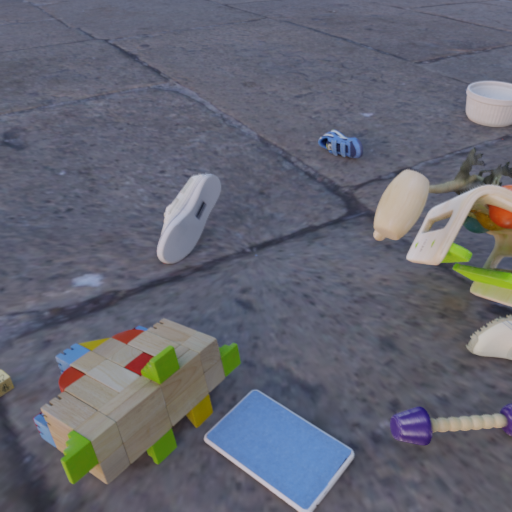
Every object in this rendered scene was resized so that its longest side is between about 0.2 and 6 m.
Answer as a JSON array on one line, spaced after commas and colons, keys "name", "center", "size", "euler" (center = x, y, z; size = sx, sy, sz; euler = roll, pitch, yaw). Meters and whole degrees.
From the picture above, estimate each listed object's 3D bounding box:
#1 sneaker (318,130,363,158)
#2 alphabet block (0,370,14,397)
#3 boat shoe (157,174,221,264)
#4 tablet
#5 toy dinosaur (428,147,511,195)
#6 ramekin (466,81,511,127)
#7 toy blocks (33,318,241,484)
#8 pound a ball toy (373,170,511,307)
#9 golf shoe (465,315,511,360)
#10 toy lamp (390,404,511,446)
[{"name": "sneaker", "center": [2.007, -2.596, 13.305], "size": [0.545, 0.490, 1.326], "euler": [-21, 33, -25]}, {"name": "alphabet block", "center": [-3.431, 1.711, 7.492], "size": [0.232, 0.233, 0.237], "euler": [25, 43, 29]}, {"name": "boat shoe", "center": [-1.341, -0.707, 10.167], "size": [0.656, 0.666, 1.879], "euler": [10, 67, 40]}, {"name": "tablet", "center": [0.263, 2.305, 6.771], "size": [1.584, 0.108, 1.031], "euler": [25, 43, 32]}, {"name": "toy dinosaur", "center": [3.022, -1.098, 7.868], "size": [1.928, 0.850, 0.458], "euler": [-3, 68, -30]}, {"name": "ramekin", "center": [6.388, -4.071, 15.059], "size": [1.516, 0.796, 1.516], "euler": [0, 36, 0]}, {"name": "toy blocks", "center": [-1.729, 1.584, 7.040], "size": [1.781, 1.302, 2.605], "euler": [14, 35, 37]}, {"name": "pound a ball toy", "center": [2.748, -0.444, 7.669], "size": [2.159, 1.407, 3.312], "euler": [28, 4, 8]}, {"name": "golf shoe", "center": [3.828, 1.269, 7.807], "size": [1.662, 0.651, 0.808], "euler": [-6, 42, -6]}, {"name": "toy lamp", "center": [2.411, 2.030, 6.759], "size": [1.588, 0.462, 0.462], "euler": [1, 35, -10]}]
